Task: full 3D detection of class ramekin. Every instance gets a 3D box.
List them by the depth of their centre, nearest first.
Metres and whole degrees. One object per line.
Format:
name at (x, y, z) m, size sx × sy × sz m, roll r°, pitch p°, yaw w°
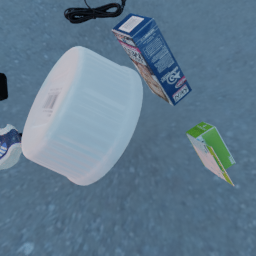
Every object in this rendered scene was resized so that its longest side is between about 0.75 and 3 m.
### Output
ramekin at (-1.058, -0.321, 5.766) m, size 1.323 × 2.715 × 2.715 m, roll 28°, pitch 67°, yaw -30°

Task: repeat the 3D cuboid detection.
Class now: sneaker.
sneaker at (-2.924, 0.416, 6.736) m, size 0.443 × 1.099 × 0.804 m, roll -4°, pitch 55°, yaw -49°

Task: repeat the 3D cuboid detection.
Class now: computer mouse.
computer mouse at (-1.017, -4.627, 8.183) m, size 2.061 × 0.676 × 2.935 m, roll -4°, pitch 113°, yaw -3°

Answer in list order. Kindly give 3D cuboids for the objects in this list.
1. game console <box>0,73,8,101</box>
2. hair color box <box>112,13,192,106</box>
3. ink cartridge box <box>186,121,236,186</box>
game console at (-3.181, -0.948, 5.977) m, size 1.164 × 0.140 × 0.686 m, roll 4°, pitch 63°, yaw -39°
hair color box at (0.576, -1.519, 6.399) m, size 0.624 × 2.062 × 1.031 m, roll -42°, pitch 38°, yaw -2°
ink cartridge box at (1.937, 0.517, 6.121) m, size 0.532 × 1.406 × 1.039 m, roll -33°, pitch 104°, yaw -2°
